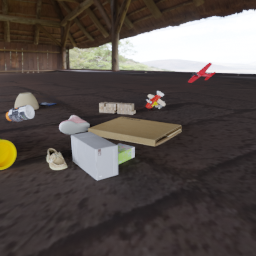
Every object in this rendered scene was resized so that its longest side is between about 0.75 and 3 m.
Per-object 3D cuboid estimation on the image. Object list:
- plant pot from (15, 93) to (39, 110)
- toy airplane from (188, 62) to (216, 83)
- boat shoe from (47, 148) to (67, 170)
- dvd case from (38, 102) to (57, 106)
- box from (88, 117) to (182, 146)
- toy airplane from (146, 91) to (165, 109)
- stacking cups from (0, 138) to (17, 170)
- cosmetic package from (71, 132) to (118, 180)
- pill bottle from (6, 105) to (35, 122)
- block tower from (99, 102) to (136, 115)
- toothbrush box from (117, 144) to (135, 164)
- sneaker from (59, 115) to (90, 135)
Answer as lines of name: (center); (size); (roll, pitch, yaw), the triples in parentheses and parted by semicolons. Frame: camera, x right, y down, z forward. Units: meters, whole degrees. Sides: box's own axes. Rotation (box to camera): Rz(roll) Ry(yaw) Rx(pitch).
plant pot: (-5.715, -1.511, 15.744); (1.299, 0.872, 1.299); (1, 14, 0)
toy airplane: (2.363, -1.673, 8.799); (0.991, 0.182, 0.991); (-22, -18, -8)
boat shoe: (-1.993, 0.850, 7.727); (0.405, 0.365, 1.124); (-8, 17, -29)
dvd case: (-4.917, -1.429, 16.974); (0.962, 0.084, 0.686); (7, 17, 25)
box: (0.292, 0.071, 10.806); (2.884, 0.307, 2.357); (10, 18, 31)
toy airplane: (1.619, -1.569, 16.086); (1.141, 0.809, 1.146); (-8, 45, 19)
stacking cups: (-4.262, 0.590, 8.274); (2.697, 0.816, 0.816); (7, 15, 44)
cosmetic package: (-0.915, 0.688, 7.435); (0.711, 0.842, 1.576); (-11, 20, -34)
pill bottle: (-4.268, -0.544, 11.014); (1.063, 0.565, 0.565); (-10, 10, 22)
block tower: (-0.554, -1.044, 14.643); (1.881, 0.544, 0.508); (7, 16, 20)
toothbrush box: (-0.255, 0.745, 8.191); (0.571, 0.337, 0.784); (11, 17, 36)
sneaker: (-2.223, -0.149, 10.888); (0.738, 0.532, 1.412); (34, 22, 32)
